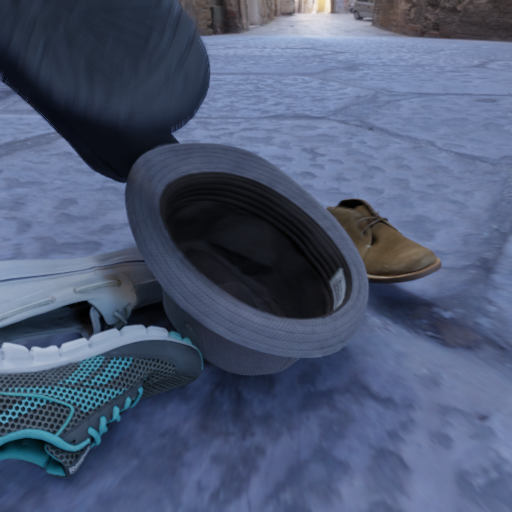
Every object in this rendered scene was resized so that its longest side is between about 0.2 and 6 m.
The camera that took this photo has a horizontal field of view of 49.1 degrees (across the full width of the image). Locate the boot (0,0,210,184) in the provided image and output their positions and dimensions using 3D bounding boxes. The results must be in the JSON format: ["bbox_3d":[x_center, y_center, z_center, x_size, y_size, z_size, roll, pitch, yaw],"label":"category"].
[{"bbox_3d":[-1.449,-1.523,6.422,3.125,3.791,1.244,32,79,17],"label":"boot"}]

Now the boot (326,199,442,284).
[{"bbox_3d":[1.600,-0.237,7.736,0.852,0.873,2.315,-20,20,-18],"label":"boot"}]

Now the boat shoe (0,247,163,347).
[{"bbox_3d":[-1.990,0.548,6.825,2.909,1.047,0.956,-2,55,-38],"label":"boat shoe"}]

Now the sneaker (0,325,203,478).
[{"bbox_3d":[-1.682,1.435,5.248,2.665,1.034,1.216,-5,55,-30],"label":"sneaker"}]

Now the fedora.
[{"bbox_3d":[-0.215,0.168,6.512,2.734,1.396,3.091,-18,56,-43],"label":"fedora"}]
